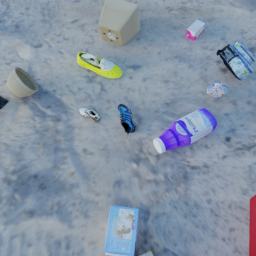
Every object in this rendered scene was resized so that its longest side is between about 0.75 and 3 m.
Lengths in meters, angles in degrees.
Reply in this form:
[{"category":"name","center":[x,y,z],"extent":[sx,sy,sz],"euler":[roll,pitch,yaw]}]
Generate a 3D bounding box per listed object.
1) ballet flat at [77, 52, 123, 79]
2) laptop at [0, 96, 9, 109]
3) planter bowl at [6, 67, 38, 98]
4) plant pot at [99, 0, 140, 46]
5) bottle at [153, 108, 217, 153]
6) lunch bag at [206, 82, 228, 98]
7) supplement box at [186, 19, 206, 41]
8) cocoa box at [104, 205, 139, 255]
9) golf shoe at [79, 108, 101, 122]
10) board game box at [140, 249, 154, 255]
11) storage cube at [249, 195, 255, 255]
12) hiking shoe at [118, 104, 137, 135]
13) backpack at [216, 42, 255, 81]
[{"category":"ballet flat","center":[-1.259,-2.749,12.080],"extent":[2.161,0.724,0.722],"euler":[22,62,12]},{"category":"laptop","center":[-5.388,-1.068,11.303],"extent":[0.668,0.389,0.753],"euler":[30,64,16]},{"category":"planter bowl","center":[-4.381,-1.737,11.336],"extent":[0.818,1.215,1.215],"euler":[-36,63,11]},{"category":"plant pot","center":[-0.485,-4.748,12.845],"extent":[1.600,1.598,1.416],"euler":[24,73,13]},{"category":"bottle","center":[2.083,0.145,10.360],"extent":[2.410,0.787,1.007],"euler":[-26,59,-14]},{"category":"lunch bag","center":[3.579,-1.532,11.279],"extent":[0.650,0.811,0.306],"euler":[26,65,-12]},{"category":"supplement box","center":[3.229,-4.677,13.338],"extent":[0.489,0.478,0.945],"euler":[34,65,18]},{"category":"cocoa box","center":[-0.177,3.167,8.542],"extent":[0.908,0.893,1.361],"euler":[6,61,3]},{"category":"golf shoe","center":[-1.514,-0.605,11.023],"extent":[0.967,0.426,0.373],"euler":[25,64,15]},{"category":"board game box","center":[0.532,4.797,7.921],"extent":[1.427,0.364,2.106],"euler":[-23,63,-13]},{"category":"storage cube","center":[4.985,2.965,7.761],"extent":[2.367,2.489,2.769],"euler":[11,60,6]},{"category":"hiking shoe","center":[-0.087,-0.365,10.582],"extent":[0.533,0.457,1.228],"euler":[-16,76,-53]},{"category":"backpack","center":[4.608,-2.794,11.655],"extent":[1.056,1.315,1.437],"euler":[-37,69,28]}]
